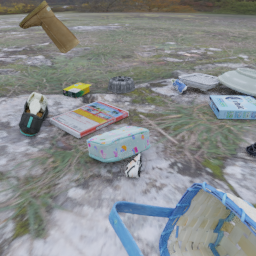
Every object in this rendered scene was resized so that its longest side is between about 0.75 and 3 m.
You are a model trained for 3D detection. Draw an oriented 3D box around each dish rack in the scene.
[{"bbox_3d":[3.347,-2.066,12.642,1.632,0.414,1.902,25,29,38],"label":"dish rack"}]

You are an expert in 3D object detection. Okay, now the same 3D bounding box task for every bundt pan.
[{"bbox_3d":[-0.297,-2.018,12.677,1.284,0.482,1.284,1,28,0],"label":"bundt pan"}]

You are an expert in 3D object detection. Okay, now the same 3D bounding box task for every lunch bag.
[{"bbox_3d":[-0.245,0.411,7.689,1.600,0.617,1.283,-17,13,-34],"label":"lunch bag"}]

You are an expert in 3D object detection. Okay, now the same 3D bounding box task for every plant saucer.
[{"bbox_3d":[5.278,-2.022,11.947,2.737,0.687,2.737,10,26,-5],"label":"plant saucer"}]

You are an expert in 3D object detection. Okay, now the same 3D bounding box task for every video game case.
[{"bbox_3d":[-1.324,-0.374,9.822,1.620,0.198,2.266,23,36,38],"label":"video game case"}]

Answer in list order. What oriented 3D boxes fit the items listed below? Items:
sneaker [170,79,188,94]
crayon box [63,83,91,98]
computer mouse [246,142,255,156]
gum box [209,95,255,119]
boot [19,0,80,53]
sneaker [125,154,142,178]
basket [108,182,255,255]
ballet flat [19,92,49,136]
[{"bbox_3d":[2.187,-1.833,12.192,0.456,0.464,1.203,-46,26,2],"label":"sneaker"},{"bbox_3d":[-2.177,-1.649,12.166,0.717,0.287,1.130,16,32,28],"label":"crayon box"},{"bbox_3d":[4.670,0.410,7.855,2.385,0.629,1.652,-19,32,-32],"label":"computer mouse"},{"bbox_3d":[4.016,-0.784,10.419,1.677,0.374,1.425,0,28,0],"label":"gum box"},{"bbox_3d":[-2.595,-3.090,9.162,1.410,1.610,0.532,-19,34,36],"label":"boot"},{"bbox_3d":[0.150,0.937,7.170,0.377,0.347,0.942,-5,22,13],"label":"sneaker"},{"bbox_3d":[1.119,1.811,3.761,2.445,1.701,2.156,18,17,-29],"label":"basket"},{"bbox_3d":[-3.123,-0.658,9.598,0.870,0.875,2.560,14,24,-20],"label":"ballet flat"}]
